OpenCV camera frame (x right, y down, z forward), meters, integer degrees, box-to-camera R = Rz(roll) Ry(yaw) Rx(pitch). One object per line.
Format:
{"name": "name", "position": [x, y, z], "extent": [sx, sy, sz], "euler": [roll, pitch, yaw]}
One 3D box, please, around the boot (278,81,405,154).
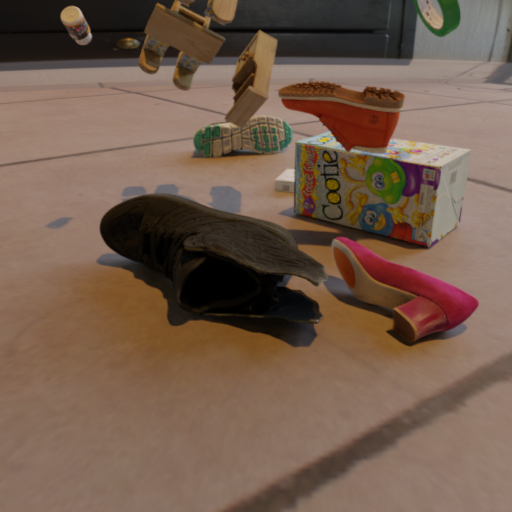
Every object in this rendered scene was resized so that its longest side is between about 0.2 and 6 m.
{"name": "boot", "position": [1.395, -2.400, 9.817], "extent": [2.156, 1.156, 0.809], "euler": [13, 35, 10]}

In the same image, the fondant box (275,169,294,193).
{"name": "fondant box", "position": [0.956, -1.827, 13.657], "extent": [0.740, 0.299, 1.025], "euler": [8, 27, 18]}

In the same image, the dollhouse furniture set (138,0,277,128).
{"name": "dollhouse furniture set", "position": [-1.004, -4.042, 11.355], "extent": [2.545, 2.231, 1.691], "euler": [20, 61, -22]}

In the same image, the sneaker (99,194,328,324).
{"name": "sneaker", "position": [-0.872, 0.012, 8.446], "extent": [4.110, 1.234, 2.144], "euler": [10, 21, 13]}

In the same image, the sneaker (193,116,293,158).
{"name": "sneaker", "position": [-0.435, -3.664, 16.793], "extent": [3.020, 1.172, 1.377], "euler": [-4, 21, -12]}

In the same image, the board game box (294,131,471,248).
{"name": "board game box", "position": [2.444, -1.458, 11.286], "extent": [3.039, 1.565, 1.594], "euler": [18, 30, 35]}

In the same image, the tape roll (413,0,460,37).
{"name": "tape roll", "position": [3.003, -4.196, 9.362], "extent": [0.249, 1.035, 1.035], "euler": [-32, 27, 2]}

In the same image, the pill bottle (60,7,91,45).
{"name": "pill bottle", "position": [-3.154, -4.038, 9.867], "extent": [0.372, 0.372, 0.640], "euler": [2, -14, 5]}

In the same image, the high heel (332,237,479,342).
{"name": "high heel", "position": [2.081, 0.290, 8.254], "extent": [1.126, 0.790, 2.347], "euler": [-20, 35, -17]}
